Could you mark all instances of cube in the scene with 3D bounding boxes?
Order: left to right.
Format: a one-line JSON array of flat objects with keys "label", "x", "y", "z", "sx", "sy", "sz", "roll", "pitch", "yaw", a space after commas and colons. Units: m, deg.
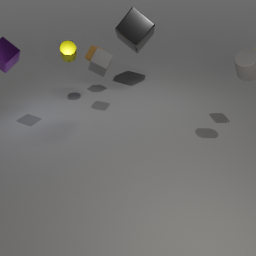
[{"label": "cube", "x": -4.071, "y": -2.388, "z": 9.198, "sx": 0.700, "sy": 0.700, "sz": 0.700, "roll": 38, "pitch": 61, "yaw": -10}, {"label": "cube", "x": -1.522, "y": -3.463, "z": 13.524, "sx": 0.700, "sy": 0.700, "sz": 0.700, "roll": 28, "pitch": -1, "yaw": 43}, {"label": "cube", "x": -1.106, "y": -2.621, "z": 11.237, "sx": 0.700, "sy": 0.700, "sz": 0.700, "roll": 25, "pitch": 68, "yaw": -7}, {"label": "cube", "x": 0.364, "y": -4.861, "z": 14.068, "sx": 1.400, "sy": 1.400, "sz": 1.400, "roll": 40, "pitch": 4, "yaw": 1}]

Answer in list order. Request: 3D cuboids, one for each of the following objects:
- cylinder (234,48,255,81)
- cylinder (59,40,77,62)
[{"label": "cylinder", "x": 3.524, "y": -1.851, "z": 8.197, "sx": 0.700, "sy": 0.700, "sz": 0.700, "roll": -15, "pitch": 53, "yaw": 21}, {"label": "cylinder", "x": -2.567, "y": -3.290, "z": 12.043, "sx": 0.700, "sy": 0.700, "sz": 0.700, "roll": -6, "pitch": -10, "yaw": -10}]
